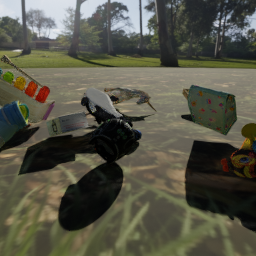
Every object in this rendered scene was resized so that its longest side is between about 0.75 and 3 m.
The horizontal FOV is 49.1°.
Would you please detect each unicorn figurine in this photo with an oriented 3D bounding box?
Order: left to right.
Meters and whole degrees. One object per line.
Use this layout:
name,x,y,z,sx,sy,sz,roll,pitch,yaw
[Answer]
unicorn figurine,-0.252,-1.187,10.841,1.666,0.896,2.425,-7,16,-29

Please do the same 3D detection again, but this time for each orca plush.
orca plush,-0.659,-0.425,8.122,2.103,0.748,1.107,30,40,33

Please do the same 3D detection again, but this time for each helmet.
helmet,-0.283,0.222,5.569,0.869,0.869,0.829,8,31,27

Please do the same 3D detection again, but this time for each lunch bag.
lunch bag,2.125,-0.556,7.067,1.060,1.245,0.759,24,64,39

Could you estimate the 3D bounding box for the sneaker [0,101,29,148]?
sneaker,-3.114,-0.286,6.784,1.856,0.738,1.211,29,57,34

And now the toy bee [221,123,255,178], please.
toy bee,2.011,0.430,4.584,0.886,1.067,1.630,-3,14,31

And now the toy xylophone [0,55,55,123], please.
toy xylophone,-3.181,-1.101,8.108,2.281,1.670,0.573,40,30,-13

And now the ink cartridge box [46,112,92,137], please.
ink cartridge box,-1.485,-0.104,7.025,0.724,0.417,1.251,-14,2,-33

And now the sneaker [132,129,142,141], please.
sneaker,-0.225,0.104,6.993,1.113,0.390,0.433,7,1,23

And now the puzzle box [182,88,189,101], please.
puzzle box,2.880,-1.023,10.529,1.243,0.237,1.868,6,26,-9
